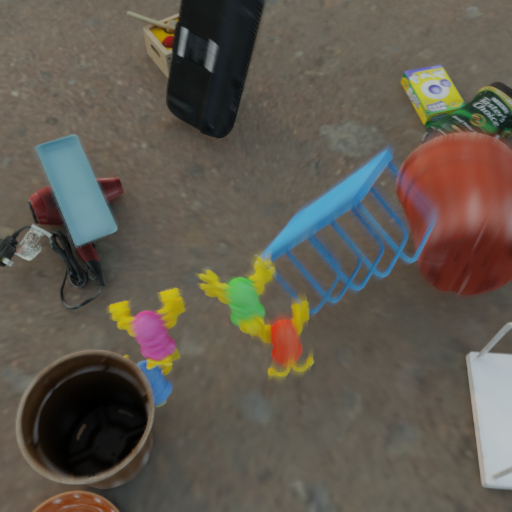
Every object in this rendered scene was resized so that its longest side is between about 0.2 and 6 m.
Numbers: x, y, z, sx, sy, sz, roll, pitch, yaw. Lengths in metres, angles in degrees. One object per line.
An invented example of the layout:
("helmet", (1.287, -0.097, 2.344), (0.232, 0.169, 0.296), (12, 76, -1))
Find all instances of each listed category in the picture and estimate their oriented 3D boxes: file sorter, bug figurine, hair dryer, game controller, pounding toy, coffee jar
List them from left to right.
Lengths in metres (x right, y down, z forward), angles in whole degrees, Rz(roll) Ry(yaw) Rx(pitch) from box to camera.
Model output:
("hair dryer", (-3.154, -0.424, 9.777), (1.933, 0.690, 2.538), (29, 66, -4))
("pounding toy", (-1.843, -4.634, 11.917), (1.230, 0.950, 1.336), (-29, 64, -17))
("bug figurine", (-0.629, 1.159, 7.502), (2.894, 2.245, 0.745), (-17, 48, 0))
("game controller", (-0.836, -3.690, 10.160), (1.584, 3.036, 0.639), (37, 40, 23))
("file sorter", (1.284, -0.241, 8.024), (1.242, 2.024, 1.404), (49, 44, -7))
("coffee jar", (4.215, -2.472, 10.686), (2.026, 0.864, 1.057), (-36, 69, -19))
("file sorter", (4.616, 2.070, 7.533), (2.795, 1.740, 1.939), (4, 60, 2))

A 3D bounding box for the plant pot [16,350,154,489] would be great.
("plant pot", (-2.092, 2.306, 7.418), (1.630, 1.613, 1.630), (1, 58, -2))

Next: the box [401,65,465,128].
("box", (3.645, -3.228, 11.445), (0.868, 0.358, 1.480), (-13, 62, -8))

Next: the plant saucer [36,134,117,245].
("plant saucer", (-3.047, -1.122, 9.479), (0.713, 0.193, 2.040), (-22, 73, -17))

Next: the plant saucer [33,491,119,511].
("plant saucer", (-2.410, 3.909, 7.311), (1.545, 0.249, 1.545), (0, 60, -1))

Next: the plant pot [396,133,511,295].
("plant pot", (3.157, -0.544, 8.557), (1.924, 1.924, 1.872), (7, 46, 4))
